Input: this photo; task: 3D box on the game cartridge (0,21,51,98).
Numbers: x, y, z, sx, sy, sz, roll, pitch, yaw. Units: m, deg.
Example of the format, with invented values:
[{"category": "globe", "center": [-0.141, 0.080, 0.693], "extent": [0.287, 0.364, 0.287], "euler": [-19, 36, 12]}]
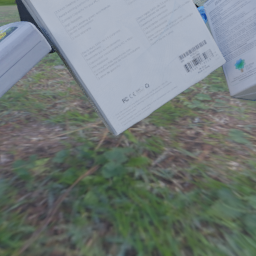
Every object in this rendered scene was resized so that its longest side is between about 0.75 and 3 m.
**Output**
[{"category": "game cartridge", "center": [-2.277, -1.052, 4.520], "extent": [2.474, 0.506, 1.647], "euler": [17, 57, 47]}]

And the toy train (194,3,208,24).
[{"category": "toy train", "center": [0.721, -2.379, 6.650], "extent": [2.704, 1.545, 1.172], "euler": [-13, 53, -36]}]

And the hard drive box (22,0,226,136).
[{"category": "hard drive box", "center": [-0.142, -1.721, 4.803], "extent": [2.290, 2.938, 1.128], "euler": [-33, 11, -6]}]

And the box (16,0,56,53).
[{"category": "box", "center": [-2.308, -3.053, 7.490], "extent": [0.754, 1.913, 1.350], "euler": [-2, 25, 8]}]

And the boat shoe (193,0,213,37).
[{"category": "boat shoe", "center": [2.217, -3.183, 7.727], "extent": [0.717, 2.007, 0.600], "euler": [-25, 25, 17]}]

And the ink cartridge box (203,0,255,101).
[{"category": "ink cartridge box", "center": [2.414, -1.922, 4.936], "extent": [0.930, 2.435, 1.662], "euler": [2, -20, -40]}]
